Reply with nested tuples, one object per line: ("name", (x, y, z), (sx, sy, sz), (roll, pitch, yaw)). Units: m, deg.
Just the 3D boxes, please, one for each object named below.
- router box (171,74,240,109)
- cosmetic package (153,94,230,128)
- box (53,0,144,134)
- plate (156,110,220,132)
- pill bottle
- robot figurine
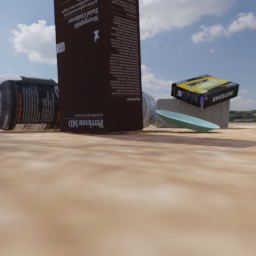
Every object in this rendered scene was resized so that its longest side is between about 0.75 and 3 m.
("router box", (2.388, -1.178, 8.721), (1.673, 0.437, 1.315), (-19, 34, -32))
("cosmetic package", (2.036, -0.607, 9.414), (2.378, 1.072, 1.270), (-2, 15, 1))
("box", (-0.545, -1.248, 4.970), (1.333, 2.663, 0.998), (0, 6, 43))
("plate", (1.171, -0.121, 5.633), (1.315, 0.168, 1.315), (13, 11, -3))
("pill bottle", (-2.154, -0.532, 6.139), (2.238, 1.189, 1.189), (-1, 2, -39))
("robot figurine", (0.142, -0.413, 6.301), (1.402, 0.933, 1.653), (34, 10, 11))
